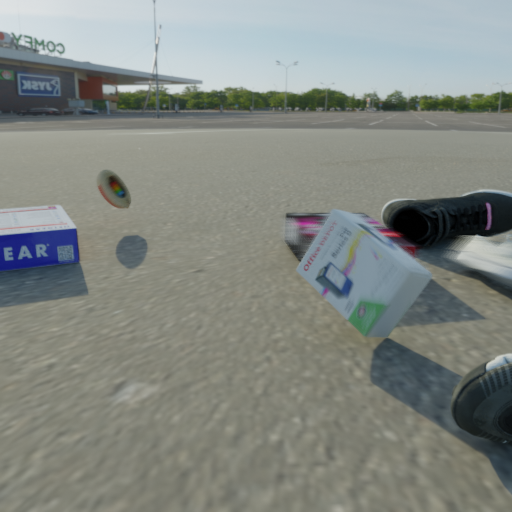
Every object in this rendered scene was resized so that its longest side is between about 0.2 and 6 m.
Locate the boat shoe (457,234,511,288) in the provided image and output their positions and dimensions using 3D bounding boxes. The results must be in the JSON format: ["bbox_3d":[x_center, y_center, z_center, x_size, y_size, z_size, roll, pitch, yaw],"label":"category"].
[{"bbox_3d":[3.661,0.014,8.065,0.661,0.763,1.789,29,6,-14],"label":"boat shoe"}]

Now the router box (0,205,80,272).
[{"bbox_3d":[-4.510,-0.305,9.683,2.502,0.611,2.245,-7,17,-24],"label":"router box"}]

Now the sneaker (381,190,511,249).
[{"bbox_3d":[3.664,-0.610,10.335,2.722,0.962,1.350,-1,17,17],"label":"sneaker"}]

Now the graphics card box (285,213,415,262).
[{"bbox_3d":[1.430,-0.200,9.291,1.539,0.624,2.452,-1,15,-7],"label":"graphics card box"}]

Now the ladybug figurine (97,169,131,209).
[{"bbox_3d":[-3.030,-1.373,11.846,0.342,0.950,0.645,-23,20,31],"label":"ladybug figurine"}]

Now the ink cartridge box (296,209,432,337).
[{"bbox_3d":[1.202,0.186,6.493,0.558,0.927,1.275,10,28,-45],"label":"ink cartridge box"}]

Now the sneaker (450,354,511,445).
[{"bbox_3d":[2.685,1.203,4.134,2.319,0.770,1.049,2,13,0],"label":"sneaker"}]
